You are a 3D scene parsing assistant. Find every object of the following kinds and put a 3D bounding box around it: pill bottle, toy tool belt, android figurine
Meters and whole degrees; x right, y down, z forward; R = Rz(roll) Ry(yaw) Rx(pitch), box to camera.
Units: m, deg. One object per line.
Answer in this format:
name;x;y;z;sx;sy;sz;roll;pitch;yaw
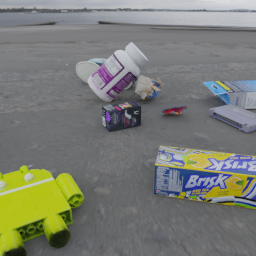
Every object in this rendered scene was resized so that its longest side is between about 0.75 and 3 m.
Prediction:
pill bottle;-0.358;-2.140;10.664;2.224;1.249;1.249;-41;21;14
toy tool belt;0.960;-1.540;11.011;0.980;0.995;1.594;16;11;18
android figurine;-1.960;1.412;5.205;2.123;0.479;2.333;-13;30;-26

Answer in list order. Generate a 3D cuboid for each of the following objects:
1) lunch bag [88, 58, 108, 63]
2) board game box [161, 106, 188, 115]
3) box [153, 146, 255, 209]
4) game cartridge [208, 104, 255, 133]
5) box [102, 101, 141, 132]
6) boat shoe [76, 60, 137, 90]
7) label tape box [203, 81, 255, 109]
lunch bag;-1.552;-3.523;15.741;1.481;0.571;1.188;9;26;19
board game box;1.580;-0.550;9.498;0.897;0.175;0.709;-12;-11;20
box;1.768;0.993;5.732;2.396;0.770;0.839;6;26;12
game cartridge;3.641;-0.345;9.227;1.090;0.323;1.682;-9;26;-27
box;-0.199;-0.380;8.801;1.113;0.680;0.590;-11;27;-23
boat shoe;-1.004;-2.530;12.961;2.960;1.108;0.915;13;29;22
label tape box;4.137;-1.290;10.755;2.203;0.728;1.579;-3;24;-2
